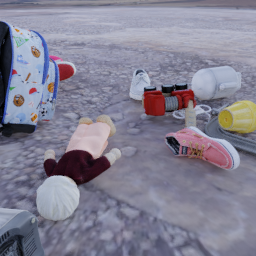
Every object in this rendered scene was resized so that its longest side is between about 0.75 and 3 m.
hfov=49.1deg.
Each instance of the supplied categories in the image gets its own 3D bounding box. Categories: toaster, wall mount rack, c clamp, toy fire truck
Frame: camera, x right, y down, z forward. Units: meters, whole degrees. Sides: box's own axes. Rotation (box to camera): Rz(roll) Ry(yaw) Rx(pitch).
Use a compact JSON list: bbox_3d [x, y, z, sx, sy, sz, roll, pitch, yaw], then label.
[{"bbox_3d":[-2.152,1.887,3.392,1.416,1.246,2.192,4,26,16],"label":"toaster"},{"bbox_3d":[1.806,-0.411,8.512,1.318,0.491,1.145,-13,35,-24],"label":"wall mount rack"},{"bbox_3d":[3.500,-0.015,7.812,2.525,0.400,2.956,-25,36,-38],"label":"c clamp"},{"bbox_3d":[1.308,-0.571,8.199,1.543,1.128,1.753,-6,19,-7],"label":"toy fire truck"}]

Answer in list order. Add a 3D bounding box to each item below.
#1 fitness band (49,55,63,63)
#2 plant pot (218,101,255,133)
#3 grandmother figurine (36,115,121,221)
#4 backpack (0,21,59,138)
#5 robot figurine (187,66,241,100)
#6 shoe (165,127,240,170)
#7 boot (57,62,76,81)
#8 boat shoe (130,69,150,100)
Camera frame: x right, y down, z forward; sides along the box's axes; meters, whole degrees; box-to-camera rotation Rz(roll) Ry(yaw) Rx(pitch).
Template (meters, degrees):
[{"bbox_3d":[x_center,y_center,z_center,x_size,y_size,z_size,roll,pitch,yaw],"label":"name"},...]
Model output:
[{"bbox_3d":[-4.240,-3.082,13.547,1.702,0.444,2.370,17,32,33],"label":"fitness band"},{"bbox_3d":[2.970,-0.273,7.665,0.848,0.902,0.902,-8,29,-26],"label":"plant pot"},{"bbox_3d":[-1.032,0.723,6.063,1.803,0.900,2.973,-14,26,22],"label":"grandmother figurine"},{"bbox_3d":[-3.297,-1.461,7.931,2.991,2.849,2.304,21,18,34],"label":"backpack"},{"bbox_3d":[3.105,-1.600,10.007,1.947,1.099,1.651,-10,16,-19],"label":"robot figurine"},{"bbox_3d":[1.650,0.523,6.592,0.847,0.665,1.862,-14,26,-22],"label":"shoe"},{"bbox_3d":[-3.095,-1.860,10.694,2.074,0.751,1.496,-10,29,16],"label":"boot"},{"bbox_3d":[0.497,-1.682,10.447,0.813,0.774,2.258,2,26,4],"label":"boat shoe"}]
